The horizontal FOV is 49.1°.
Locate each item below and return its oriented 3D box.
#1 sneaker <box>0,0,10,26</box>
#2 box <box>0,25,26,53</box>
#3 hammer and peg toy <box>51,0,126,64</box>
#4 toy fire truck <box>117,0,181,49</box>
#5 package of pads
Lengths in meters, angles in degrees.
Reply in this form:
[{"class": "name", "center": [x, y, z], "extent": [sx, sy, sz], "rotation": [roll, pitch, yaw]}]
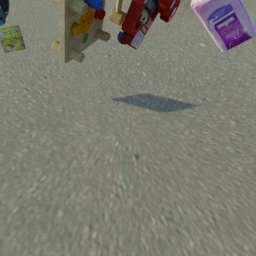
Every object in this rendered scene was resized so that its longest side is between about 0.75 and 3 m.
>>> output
[{"class": "sneaker", "center": [-4.190, -3.566, 7.273], "extent": [0.797, 2.177, 0.892], "rotation": [-14, 58, 44]}, {"class": "box", "center": [-4.002, -3.039, 9.621], "extent": [0.749, 0.778, 0.474], "rotation": [-19, 79, -17]}, {"class": "hammer and peg toy", "center": [-0.663, -2.142, 5.147], "extent": [0.640, 1.335, 1.815], "rotation": [28, 50, 12]}, {"class": "toy fire truck", "center": [0.318, -2.316, 5.774], "extent": [0.943, 1.412, 1.681], "rotation": [32, 15, 4]}, {"class": "package of pads", "center": [2.250, -2.610, 6.561], "extent": [0.931, 1.545, 0.584], "rotation": [-25, 37, 35]}]
